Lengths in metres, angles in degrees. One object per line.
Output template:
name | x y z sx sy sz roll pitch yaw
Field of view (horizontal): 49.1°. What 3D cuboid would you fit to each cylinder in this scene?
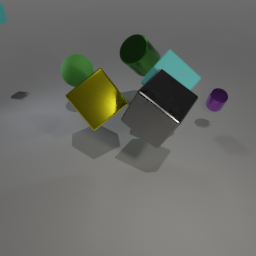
cylinder | 0.552 -3.205 12.485 1.400 1.400 1.400 23 -1 32
cylinder | 3.538 -1.115 11.184 0.700 0.700 0.700 1 63 -2

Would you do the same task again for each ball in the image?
ball | -2.186 -2.464 12.066 1.400 1.400 1.400 0 31 0

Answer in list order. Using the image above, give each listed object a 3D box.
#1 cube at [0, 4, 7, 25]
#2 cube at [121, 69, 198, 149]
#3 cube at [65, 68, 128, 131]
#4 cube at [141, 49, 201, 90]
cube | -5.285 -4.424 10.889 0.700 0.700 0.700 11 36 13
cube | 0.898 -0.557 8.125 1.400 1.400 1.400 38 50 4
cube | -1.037 -0.907 9.213 1.400 1.400 1.400 -39 8 -5
cube | 1.405 -1.636 9.611 1.400 1.400 1.400 41 9 -4
